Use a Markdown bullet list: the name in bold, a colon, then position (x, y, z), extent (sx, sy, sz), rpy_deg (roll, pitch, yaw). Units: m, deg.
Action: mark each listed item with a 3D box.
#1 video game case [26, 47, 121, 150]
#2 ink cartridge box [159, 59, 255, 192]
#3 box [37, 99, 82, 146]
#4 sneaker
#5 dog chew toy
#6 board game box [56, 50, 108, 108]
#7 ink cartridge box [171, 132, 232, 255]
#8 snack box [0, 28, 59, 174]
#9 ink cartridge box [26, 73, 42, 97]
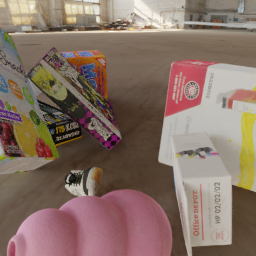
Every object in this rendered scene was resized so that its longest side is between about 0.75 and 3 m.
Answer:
- **video game case**: position (-1.215, -0.845, 6.841), extent (0.461, 2.334, 2.575), rpy_deg (-42, 21, 9)
- **ink cartridge box**: position (1.999, -0.054, 4.754), extent (2.604, 1.890, 1.086), rpy_deg (15, 19, 27)
- **box**: position (-2.519, -0.086, 6.862), extent (1.824, 0.564, 2.284), rpy_deg (-22, 31, -40)
- **sneaker**: position (-0.677, 0.817, 4.046), extent (0.536, 1.223, 0.463), rpy_deg (19, 66, -2)
- **dog chew toy**: position (-0.324, 1.108, 2.755), extent (1.631, 1.016, 1.016), rpy_deg (13, 10, -40)
- **board game box**: position (-1.589, -1.569, 9.037), extent (1.595, 1.595, 1.596), rpy_deg (-6, 23, -12)
- **ink cartridge box**: position (0.930, 0.805, 3.619), extent (0.566, 0.960, 1.668), rpy_deg (-6, 20, 6)
- **snack box**: position (-2.219, -0.622, 4.578), extent (0.718, 2.712, 1.929), rpy_deg (-25, -9, 3)
- **ink cartridge box**: position (-3.033, -0.876, 7.149), extent (0.984, 0.567, 1.699), rpy_deg (5, 30, 8)
